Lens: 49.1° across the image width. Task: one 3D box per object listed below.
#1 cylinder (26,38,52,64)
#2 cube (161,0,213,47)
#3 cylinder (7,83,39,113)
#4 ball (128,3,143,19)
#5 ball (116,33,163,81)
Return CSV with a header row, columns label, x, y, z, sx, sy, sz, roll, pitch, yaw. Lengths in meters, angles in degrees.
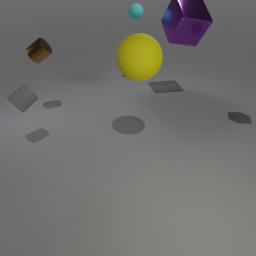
label,x,y,z,sx,sy,sz,roll,pitch,yaw
cylinder,-3.342,-2.908,10.546,0.700,0.700,0.700,-32,26,16
cube,2.417,-4.477,11.729,1.400,1.400,1.400,0,60,-22
cylinder,-3.375,-0.973,9.006,0.700,0.700,0.700,-46,46,-10
ball,0.364,-5.455,13.094,0.700,0.700,0.700,0,31,0
ball,0.344,-2.141,8.497,1.400,1.400,1.400,0,31,0
